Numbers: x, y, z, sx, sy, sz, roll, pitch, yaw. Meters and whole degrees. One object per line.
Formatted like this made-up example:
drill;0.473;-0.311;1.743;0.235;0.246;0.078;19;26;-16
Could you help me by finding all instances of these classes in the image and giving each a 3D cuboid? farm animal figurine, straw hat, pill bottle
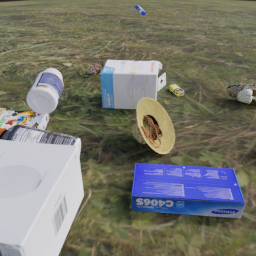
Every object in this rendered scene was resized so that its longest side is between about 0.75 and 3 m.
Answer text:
farm animal figurine;-1.854;-3.331;16.080;0.947;0.589;1.172;-1;30;36
straw hat;0.675;0.055;10.068;0.945;2.234;2.234;-29;14;36
pill bottle;-2.293;-1.112;7.958;0.809;0.809;1.459;0;37;0
pill bottle;-2.813;0.675;8.389;2.561;1.361;1.361;13;33;1

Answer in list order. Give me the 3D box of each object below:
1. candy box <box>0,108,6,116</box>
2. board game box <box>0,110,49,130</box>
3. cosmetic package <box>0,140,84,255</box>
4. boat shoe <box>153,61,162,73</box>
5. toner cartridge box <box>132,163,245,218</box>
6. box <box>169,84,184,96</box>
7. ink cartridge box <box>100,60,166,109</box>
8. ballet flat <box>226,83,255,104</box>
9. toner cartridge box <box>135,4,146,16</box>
candy box;-5.581;-0.583;11.892;0.448;0.214;0.775;6;32;9
board game box;-4.109;0.200;10.349;1.792;0.491;2.839;-2;32;-2
cosmetic package;-2.928;1.817;6.472;2.964;1.822;2.954;6;32;9
boat shoe;0.791;-2.850;15.075;2.826;1.039;0.944;-18;63;-27
toner cartridge box;1.577;1.702;7.814;2.865;0.619;1.361;3;33;5
box;2.416;-1.897;13.990;0.366;0.244;0.973;-11;33;-18
ink cartridge box;0.307;-1.953;12.656;2.751;1.723;1.768;4;32;6
ballet flat;5.876;-1.410;12.627;2.734;0.927;1.029;11;38;11
toner cartridge box;0.591;-5.731;13.593;0.383;0.174;0.805;29;26;-33
